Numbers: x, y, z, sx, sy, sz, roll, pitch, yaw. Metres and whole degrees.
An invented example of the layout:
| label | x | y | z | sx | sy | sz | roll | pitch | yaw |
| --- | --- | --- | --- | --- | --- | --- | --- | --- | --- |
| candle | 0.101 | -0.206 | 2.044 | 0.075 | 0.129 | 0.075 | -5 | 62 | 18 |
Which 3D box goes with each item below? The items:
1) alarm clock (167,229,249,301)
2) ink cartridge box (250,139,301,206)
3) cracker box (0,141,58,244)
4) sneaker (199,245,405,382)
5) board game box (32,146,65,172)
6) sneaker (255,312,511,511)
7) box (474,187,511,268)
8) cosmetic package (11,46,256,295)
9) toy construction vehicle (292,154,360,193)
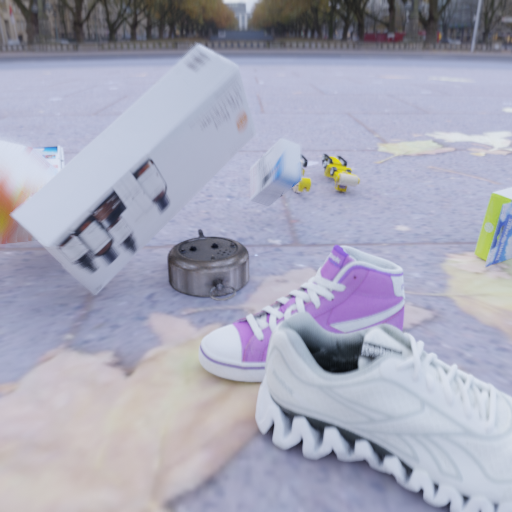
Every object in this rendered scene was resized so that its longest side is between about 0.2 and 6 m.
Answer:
| label | x | y | z | sx | sy | sz | roll | pitch | yaw |
| --- | --- | --- | --- | --- | --- | --- | --- | --- | --- |
| alarm clock | -0.663 | 0.188 | 8.305 | 1.231 | 0.607 | 1.824 | -7 | 28 | -16 |
| ink cartridge box | 0.348 | -1.548 | 10.561 | 0.461 | 1.094 | 0.791 | 15 | 60 | -28 |
| cracker box | -3.571 | -0.987 | 8.467 | 1.569 | 0.675 | 2.342 | 44 | 8 | 2 |
| sneaker | 0.532 | 0.548 | 6.435 | 2.487 | 1.418 | 0.901 | -9 | 27 | -16 |
| board game box | -6.342 | -1.629 | 12.132 | 4.234 | 0.733 | 2.673 | -7 | 25 | -16 |
| sneaker | 1.436 | 1.327 | 4.922 | 3.057 | 1.239 | 1.149 | 10 | 24 | 19 |
| box | 4.357 | -0.574 | 9.243 | 1.895 | 1.156 | 0.452 | -14 | 33 | -30 |
| cosmetic package | -1.514 | -1.200 | 7.883 | 0.888 | 1.447 | 3.506 | 35 | 74 | 24 |
| toy construction vehicle | 1.457 | -1.852 | 12.959 | 1.655 | 0.670 | 1.901 | 5 | 25 | -17 |
